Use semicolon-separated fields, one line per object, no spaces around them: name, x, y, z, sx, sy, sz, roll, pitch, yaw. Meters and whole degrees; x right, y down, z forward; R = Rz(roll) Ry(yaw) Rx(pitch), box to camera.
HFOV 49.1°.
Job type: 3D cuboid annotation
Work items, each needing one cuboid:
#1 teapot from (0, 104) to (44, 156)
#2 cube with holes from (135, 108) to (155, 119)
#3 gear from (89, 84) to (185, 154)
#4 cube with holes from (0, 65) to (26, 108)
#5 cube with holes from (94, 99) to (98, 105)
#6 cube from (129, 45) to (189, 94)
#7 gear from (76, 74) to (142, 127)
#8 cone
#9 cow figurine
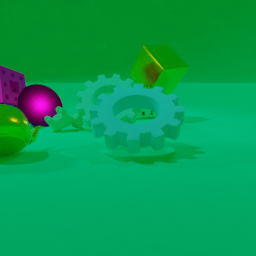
teapot;-2.407;-0.003;5.476;1.115;0.878;1.793;-33;-34;31
cube with holes;0.236;-1.031;11.018;1.203;1.203;1.203;-7;13;-36
gear;0.176;-0.265;5.768;1.889;0.349;1.889;-2;40;2
cube with holes;-4.549;-1.272;9.933;1.311;1.311;1.311;-14;-8;17
cube with holes;-0.863;-0.728;10.277;0.853;0.853;0.853;-2;10;-16
cube;1.104;-2.101;10.226;1.322;1.322;1.322;-14;58;-38
gear;-0.538;-0.761;8.221;1.896;1.896;0.351;0;-32;3
cone;-3.197;-0.514;9.571;1.475;1.475;1.481;-8;-14;-37
cow figurine;-1.822;-0.169;8.226;0.973;0.957;0.534;-43;32;-18
